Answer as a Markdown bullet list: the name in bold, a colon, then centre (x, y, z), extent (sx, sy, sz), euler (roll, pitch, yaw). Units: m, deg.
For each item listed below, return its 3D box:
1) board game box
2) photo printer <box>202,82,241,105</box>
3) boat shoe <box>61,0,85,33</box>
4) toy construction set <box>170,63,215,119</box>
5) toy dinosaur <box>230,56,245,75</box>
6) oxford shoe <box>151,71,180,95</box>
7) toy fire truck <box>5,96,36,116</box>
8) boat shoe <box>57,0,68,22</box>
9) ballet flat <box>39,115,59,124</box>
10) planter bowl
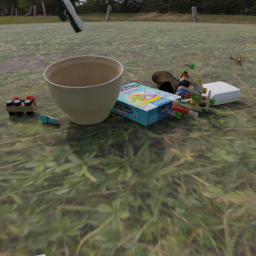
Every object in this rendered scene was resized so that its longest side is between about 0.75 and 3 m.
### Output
- **board game box**: centre (0.493, -1.165, 12.323), extent (2.220, 0.690, 2.941), euler (-23, 35, -39)
- **photo printer**: centre (4.159, -1.654, 13.364), extent (1.823, 0.633, 1.516), euler (-12, 30, -22)
- **boat shoe**: centre (-1.280, -2.519, 6.254), extent (0.249, 0.826, 0.305), euler (-19, 36, 23)
- **toy construction set**: centre (2.831, -1.205, 11.689), extent (1.745, 1.894, 2.271), euler (17, 49, 6)
- **toy dinosaur**: centre (4.558, -2.672, 11.438), extent (0.277, 0.488, 0.918), euler (-14, 61, -31)
- **oxford shoe**: centre (1.885, -2.365, 14.524), extent (1.048, 0.902, 2.483), euler (-16, 31, -27)
- **toy fire truck**: centre (-4.546, -1.070, 12.202), extent (1.161, 0.849, 1.319), euler (-1, 37, -2)
- **boat shoe**: centre (-2.460, -4.690, 10.940), extent (0.501, 1.325, 0.489), euler (-13, -22, 16)
- **ballet flat**: centre (-3.118, -0.320, 11.145), extent (0.912, 0.311, 0.307), euler (18, 10, 22)
- **planter bowl**: centre (-1.642, -1.407, 11.138), extent (2.971, 2.000, 2.971), euler (-1, 36, 1)
